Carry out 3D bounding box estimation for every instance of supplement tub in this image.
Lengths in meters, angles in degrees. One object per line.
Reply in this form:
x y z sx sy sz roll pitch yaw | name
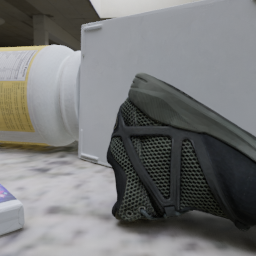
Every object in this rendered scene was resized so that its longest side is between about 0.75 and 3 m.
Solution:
-1.830 -0.603 5.332 2.560 1.861 1.861 2 10 15 | supplement tub

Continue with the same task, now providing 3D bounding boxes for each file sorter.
0.940 -0.436 4.008 2.942 2.042 1.832 8 9 41 | file sorter

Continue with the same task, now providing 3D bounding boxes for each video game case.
-2.484 0.651 2.723 1.985 0.250 2.773 -8 12 -39 | video game case

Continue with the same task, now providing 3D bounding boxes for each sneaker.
0.654 0.521 2.313 2.090 1.197 0.799 34 16 21 | sneaker
